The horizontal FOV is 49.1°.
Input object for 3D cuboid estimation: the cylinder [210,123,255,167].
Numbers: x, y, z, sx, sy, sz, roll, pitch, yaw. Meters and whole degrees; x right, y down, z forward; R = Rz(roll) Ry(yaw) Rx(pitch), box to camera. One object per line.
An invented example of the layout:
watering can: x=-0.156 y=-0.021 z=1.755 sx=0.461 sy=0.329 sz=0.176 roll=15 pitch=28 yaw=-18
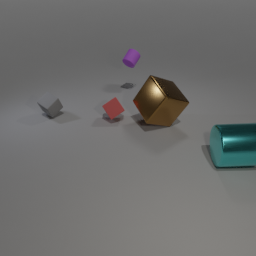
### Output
cylinder: x=3.556 y=0.555 z=9.181 sx=1.400 sy=1.400 sz=1.400 roll=-2 pitch=29 yaw=1

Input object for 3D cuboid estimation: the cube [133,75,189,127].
cube: x=1.318 y=-1.073 z=11.419 sx=1.400 sy=1.400 sz=1.400 roll=7 pitch=42 yaw=-39

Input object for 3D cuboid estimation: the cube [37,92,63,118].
cube: x=-3.423 y=-1.030 z=12.337 sx=0.700 sy=0.700 sz=0.700 roll=32 pitch=69 yaw=23

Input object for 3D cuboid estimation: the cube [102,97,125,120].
cube: x=-0.622 y=-0.859 z=12.094 sx=0.700 sy=0.700 sz=0.700 roll=-34 pitch=6 yaw=2

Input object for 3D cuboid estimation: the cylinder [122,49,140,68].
cylinder: x=0.176 y=-3.569 z=14.353 sx=0.700 sy=0.700 sz=0.700 roll=21 pitch=74 yaw=33
